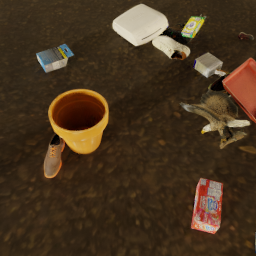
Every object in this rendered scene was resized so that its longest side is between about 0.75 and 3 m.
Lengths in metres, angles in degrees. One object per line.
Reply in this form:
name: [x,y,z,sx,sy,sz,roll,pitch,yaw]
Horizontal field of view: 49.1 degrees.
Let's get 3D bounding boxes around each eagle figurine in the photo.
eagle figurine: [3.441,-0.440,11.098,1.843,1.853,2.442,-31,77,13]

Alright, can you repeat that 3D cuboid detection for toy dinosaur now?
toy dinosaur: [3.600,-5.888,16.207,2.035,0.783,1.041,-12,39,-1]

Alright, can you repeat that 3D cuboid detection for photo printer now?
photo printer: [0.695,-5.608,15.271,2.242,0.936,2.695,-34,48,-8]

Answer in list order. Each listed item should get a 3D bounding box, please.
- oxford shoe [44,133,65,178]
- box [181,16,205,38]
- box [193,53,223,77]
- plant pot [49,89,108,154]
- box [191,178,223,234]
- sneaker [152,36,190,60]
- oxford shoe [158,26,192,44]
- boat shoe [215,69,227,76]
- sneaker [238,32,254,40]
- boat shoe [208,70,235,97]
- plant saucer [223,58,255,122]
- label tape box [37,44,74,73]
oxford shoe: [-2.860,0.996,10.619,0.651,0.666,1.826,0,51,0]
box: [2.192,-3.432,9.393,0.474,0.195,0.807,28,82,43]
box: [3.990,-3.161,14.020,0.938,0.535,1.020,-30,58,-21]
plant pot: [-1.771,-0.072,10.668,2.097,1.919,2.097,0,51,-1]
box: [2.635,2.572,9.309,0.778,0.746,1.562,12,52,9]
sneaker: [2.131,-4.182,14.683,2.112,0.769,0.894,25,53,17]
oxford shoe: [2.534,-5.226,15.640,2.269,0.824,0.958,26,36,20]
boat shoe: [4.633,-2.685,13.833,0.776,0.269,0.275,14,33,-14]
sneaker: [6.549,-5.033,15.699,0.501,0.328,0.867,-38,50,-20]
boat shoe: [4.609,-2.017,12.911,0.993,0.839,2.785,38,61,26]
plant saucer: [5.493,-1.628,12.389,2.396,0.441,2.401,-37,86,-27]
label tape box: [-3.696,-3.594,14.382,1.609,0.509,1.160,-25,55,-18]
